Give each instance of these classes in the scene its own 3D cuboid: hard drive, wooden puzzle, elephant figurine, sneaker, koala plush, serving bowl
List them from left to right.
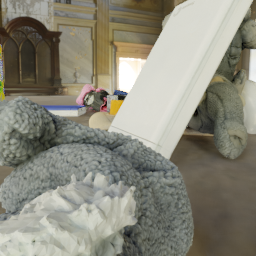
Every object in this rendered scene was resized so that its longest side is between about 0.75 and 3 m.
[{"bbox_3d":[-3.050,-0.665,10.666,2.617,0.332,1.726,0,8,1],"label":"hard drive"},{"bbox_3d":[-0.185,0.415,0.837,0.976,0.942,1.062,10,4,-2],"label":"koala plush"},{"bbox_3d":[-1.160,-1.110,12.415,1.367,1.132,2.866,29,11,10],"label":"sneaker"},{"bbox_3d":[0.556,-0.314,6.815,2.974,0.688,2.754,-1,8,-8],"label":"wooden puzzle"},{"bbox_3d":[0.602,-0.775,4.026,0.340,2.547,1.680,30,-4,-23],"label":"hard drive"},{"bbox_3d":[1.423,-0.728,5.261,2.025,2.862,2.221,-4,-15,38],"label":"elephant figurine"},{"bbox_3d":[2.487,-0.408,5.993,0.398,1.209,1.209,-17,11,-9],"label":"serving bowl"}]

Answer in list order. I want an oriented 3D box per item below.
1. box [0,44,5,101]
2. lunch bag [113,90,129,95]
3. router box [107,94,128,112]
[{"bbox_3d":[-5.048,-1.574,8.975,1.573,2.579,2.484,-2,8,-12],"label":"box"},{"bbox_3d":[-0.271,-1.356,13.874,0.898,0.875,1.322,19,12,15],"label":"lunch bag"},{"bbox_3d":[0.901,-0.841,10.294,2.335,0.776,2.970,-4,9,-30],"label":"router box"}]
